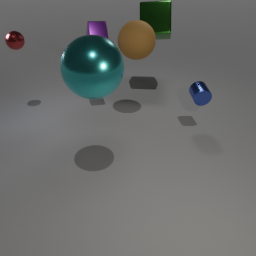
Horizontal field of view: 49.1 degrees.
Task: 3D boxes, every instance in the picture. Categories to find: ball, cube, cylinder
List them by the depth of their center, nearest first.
[{"bbox_3d":[-0.781,-1.332,6.199,1.400,1.400,1.400,0,29,0],"label":"ball"},{"bbox_3d":[0.320,-3.226,10.310,1.400,1.400,1.400,0,29,0],"label":"ball"},{"bbox_3d":[-1.183,-3.583,10.698,0.700,0.700,0.700,-6,-9,-14],"label":"cube"},{"bbox_3d":[-4.318,-3.345,10.704,0.700,0.700,0.700,0,29,0],"label":"ball"},{"bbox_3d":[2.768,-1.326,10.731,0.700,0.700,0.700,-3,40,-6],"label":"cylinder"},{"bbox_3d":[1.299,-4.953,13.013,1.400,1.400,1.400,1,7,8],"label":"cube"}]
